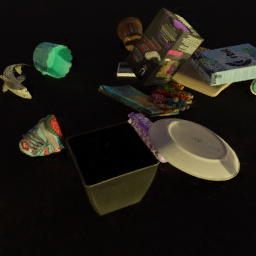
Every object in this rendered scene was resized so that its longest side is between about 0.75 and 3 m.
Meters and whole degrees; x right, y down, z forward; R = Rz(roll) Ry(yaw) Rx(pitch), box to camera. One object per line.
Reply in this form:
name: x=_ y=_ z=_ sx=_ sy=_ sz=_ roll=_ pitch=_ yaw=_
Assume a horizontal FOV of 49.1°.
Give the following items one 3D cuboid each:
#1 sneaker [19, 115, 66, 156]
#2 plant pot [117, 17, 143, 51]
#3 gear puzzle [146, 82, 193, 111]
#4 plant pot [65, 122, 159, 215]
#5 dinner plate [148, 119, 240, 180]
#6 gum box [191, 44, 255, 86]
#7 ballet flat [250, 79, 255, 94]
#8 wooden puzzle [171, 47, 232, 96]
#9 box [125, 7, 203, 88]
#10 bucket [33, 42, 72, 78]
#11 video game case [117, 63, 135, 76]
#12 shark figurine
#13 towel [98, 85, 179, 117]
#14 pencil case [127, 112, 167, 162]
sneaker: x=-2.235 y=0.383 z=7.222 sx=1.065 sy=2.229 sz=0.884 roll=-23 pitch=81 yaw=-20
plant pot: x=0.198 y=-4.856 z=14.712 sx=1.396 sy=1.396 sz=1.382 roll=-6 pitch=45 yaw=-7
gear puzzle: x=1.673 y=-1.338 z=10.372 sx=1.458 sy=0.369 sz=2.816 roll=12 pitch=25 yaw=14
plant pot: x=-0.409 y=1.065 z=6.697 sx=1.673 sy=1.485 sz=1.669 roll=-15 pitch=39 yaw=-20
dinner plate: x=1.900 y=0.418 z=7.903 sx=2.713 sy=0.329 sz=2.713 roll=14 pitch=32 yaw=-9
gum box: x=4.176 y=-2.616 z=11.349 sx=2.607 sy=0.581 sz=2.215 roll=-10 pitch=36 yaw=-4
ballet flat: x=5.637 y=-1.891 z=11.233 sx=2.230 sy=0.774 sz=0.774 roll=-26 pitch=43 yaw=-14
wooden puzzle: x=3.395 y=-2.477 z=12.221 sx=2.745 sy=0.553 sz=2.968 roll=30 pitch=51 yaw=33
box: x=1.305 y=-2.919 z=10.628 sx=1.321 sy=2.491 sz=1.523 roll=1 pitch=49 yaw=-46
bucket: x=-3.249 y=-2.937 z=12.045 sx=0.977 sy=1.502 sz=1.502 roll=21 pitch=42 yaw=26
video game case: x=0.185 y=-2.661 z=12.711 sx=1.262 sy=0.147 sz=1.147 roll=1 pitch=38 yaw=3
shark figurine: x=-4.731 y=-1.943 z=11.278 sx=1.389 sy=0.970 sz=2.325 roll=18 pitch=33 yaw=-36
towel: x=0.383 y=-1.013 z=9.943 sx=2.459 sy=0.267 sz=1.804 roll=30 pitch=24 yaw=33
pencil case: x=0.687 y=0.220 z=8.361 sx=0.782 sy=0.797 sz=1.864 roll=-34 pitch=48 yaw=-18
